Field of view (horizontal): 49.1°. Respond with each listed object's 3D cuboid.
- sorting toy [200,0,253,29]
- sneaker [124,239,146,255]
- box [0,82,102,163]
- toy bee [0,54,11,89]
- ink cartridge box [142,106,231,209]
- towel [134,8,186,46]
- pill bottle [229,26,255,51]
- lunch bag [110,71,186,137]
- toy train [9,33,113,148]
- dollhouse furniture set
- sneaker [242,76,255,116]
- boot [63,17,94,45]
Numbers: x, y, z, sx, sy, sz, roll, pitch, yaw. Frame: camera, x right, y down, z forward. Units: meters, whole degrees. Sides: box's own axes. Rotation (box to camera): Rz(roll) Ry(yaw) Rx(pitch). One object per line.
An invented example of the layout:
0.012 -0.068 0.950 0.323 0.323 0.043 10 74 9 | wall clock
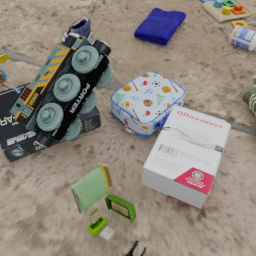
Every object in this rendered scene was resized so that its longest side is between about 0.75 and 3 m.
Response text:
4.203 -5.087 11.800 1.613 0.390 2.864 -18 54 -14 | sorting toy
-0.214 2.813 5.312 1.418 0.740 0.426 -37 60 -26 | sneaker
-2.407 -0.467 8.014 2.686 0.585 2.152 -22 55 -16 | box
-4.252 -1.899 8.790 2.159 1.174 1.413 20 54 16 | toy bee
1.456 0.635 6.940 1.545 0.887 2.128 21 54 16 | ink cartridge box
1.260 -3.945 10.892 1.456 0.489 1.972 18 54 22 | towel
4.357 -3.207 10.147 1.159 0.649 0.649 33 59 23 | pill bottle
0.583 -0.690 8.083 1.674 0.790 2.090 38 60 23 | lunch bag
-1.592 -0.986 6.775 1.640 1.226 2.877 30 87 26 | toy train
-0.453 1.523 5.644 0.697 1.389 0.910 18 43 36 | dollhouse furniture set
3.845 -0.644 8.048 1.157 0.864 2.578 17 51 20 | sneaker
-2.042 -2.762 9.506 0.879 1.091 2.415 21 55 16 | boot
